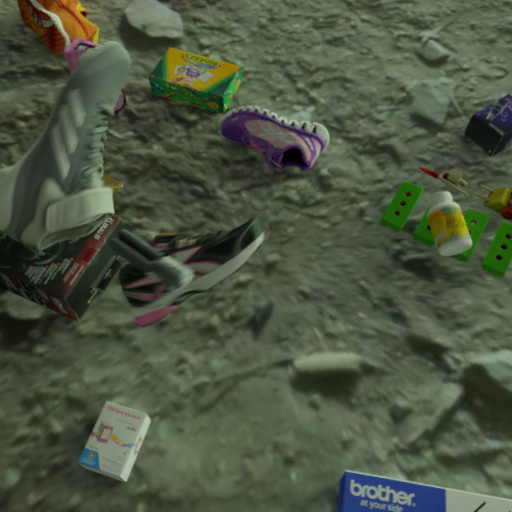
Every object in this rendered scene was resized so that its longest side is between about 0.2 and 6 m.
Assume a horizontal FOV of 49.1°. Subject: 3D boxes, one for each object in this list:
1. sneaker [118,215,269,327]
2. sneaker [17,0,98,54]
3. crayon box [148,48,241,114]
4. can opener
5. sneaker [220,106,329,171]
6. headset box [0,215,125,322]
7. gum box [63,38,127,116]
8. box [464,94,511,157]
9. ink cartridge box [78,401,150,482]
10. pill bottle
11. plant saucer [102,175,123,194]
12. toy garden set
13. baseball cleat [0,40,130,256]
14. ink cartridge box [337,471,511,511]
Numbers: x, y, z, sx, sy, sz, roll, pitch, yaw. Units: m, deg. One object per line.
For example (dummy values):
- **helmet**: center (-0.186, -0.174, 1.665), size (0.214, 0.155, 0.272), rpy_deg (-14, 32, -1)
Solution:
- **sneaker**: center (-1.067, 0.044, 8.612), size (2.602, 1.045, 1.124), rpy_deg (-32, 96, 9)
- **sneaker**: center (-4.729, -5.704, 13.093), size (1.195, 1.131, 3.098), rpy_deg (-23, 65, -36)
- **crayon box**: center (-1.295, -3.780, 12.055), size (1.726, 0.503, 1.025), rpy_deg (18, 60, 11)
- **can opener**: center (-1.539, 0.009, 8.007), size (1.448, 0.484, 0.386), rpy_deg (32, 64, 24)
- **sneaker**: center (0.290, -2.215, 10.940), size (2.168, 0.872, 0.959), rpy_deg (14, 67, 7)
- **headset box**: center (-3.435, -0.077, 9.550), size (2.313, 0.893, 1.721), rpy_deg (20, 61, 11)
- **gum box**: center (-3.259, -3.649, 11.400), size (0.842, 1.484, 0.491), rpy_deg (21, 61, 14)
- **box**: center (4.935, -2.638, 11.318), size (1.093, 0.570, 0.808), rpy_deg (-31, 64, -18)
- **ink cartridge box**: center (-2.041, 2.682, 8.143), size (0.680, 0.398, 0.941), rpy_deg (14, 58, 9)
- **pill bottle**: center (3.236, -0.557, 9.504), size (0.564, 0.564, 1.001), rpy_deg (-8, 67, -5)
- **plant saucer**: center (-3.291, -1.365, 10.211), size (1.672, 1.672, 0.296), rpy_deg (19, 101, 11)
- **toy garden set**: center (3.690, -0.772, 10.264), size (2.264, 0.452, 1.887), rpy_deg (27, 65, 16)
- **baseball cleat**: center (-2.685, -1.601, 8.865), size (1.841, 1.206, 3.460), rpy_deg (35, 92, 5)
- **ink cartridge box**: center (2.544, 3.829, 7.281), size (2.998, 0.663, 1.409), rpy_deg (9, 58, 6)
